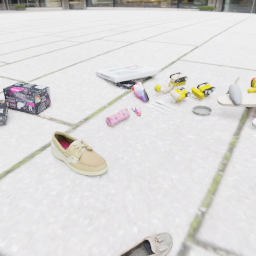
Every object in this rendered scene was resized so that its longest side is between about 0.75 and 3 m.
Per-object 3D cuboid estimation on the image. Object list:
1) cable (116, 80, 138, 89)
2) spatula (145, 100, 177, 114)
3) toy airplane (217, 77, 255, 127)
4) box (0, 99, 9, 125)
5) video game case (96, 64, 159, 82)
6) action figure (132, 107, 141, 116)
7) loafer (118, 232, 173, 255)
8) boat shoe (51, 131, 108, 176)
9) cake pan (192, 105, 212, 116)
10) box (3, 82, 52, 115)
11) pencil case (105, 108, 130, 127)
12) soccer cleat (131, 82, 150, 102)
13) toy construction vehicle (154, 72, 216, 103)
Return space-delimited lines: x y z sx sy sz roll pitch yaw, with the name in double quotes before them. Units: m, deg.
"cable" -0.065 -2.261 14.743 1.105 0.281 0.901 -8 35 -19
"spatula" 1.512 -0.953 12.493 0.887 0.102 1.276 -21 35 -35
"toy airplane" 5.477 -1.293 11.075 2.874 2.028 2.861 -25 33 -27
"box" -5.496 -0.568 11.081 1.376 0.338 1.109 -6 55 -4
"video game case" -0.079 -3.177 15.965 2.793 0.331 2.543 -16 25 -26
"action figure" 0.383 -0.774 11.912 0.249 0.377 0.763 -11 33 -18
"loafer" 0.374 2.541 5.784 1.487 0.467 0.534 -19 34 -31
"boat shoe" -1.606 0.745 8.707 2.343 0.778 0.867 19 34 31
"cake pan" 3.183 -0.742 12.046 0.850 0.156 0.850 0 29 0
"box" -4.379 -1.328 12.275 1.688 0.969 1.116 13 30 19
"pencil case" -0.398 -0.414 11.163 1.101 0.476 0.456 -28 71 -40
"soccer cleat" 0.594 -1.645 13.422 0.604 0.563 1.650 -26 35 6
"toy construction vehicle" 2.692 -1.810 13.533 2.288 0.806 1.992 -22 47 -29
